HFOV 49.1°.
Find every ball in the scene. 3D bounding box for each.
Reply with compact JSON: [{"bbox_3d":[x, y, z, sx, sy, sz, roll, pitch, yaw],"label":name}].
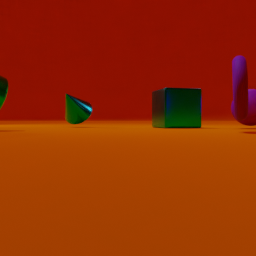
[{"bbox_3d":[3.590,-0.594,8.199,1.068,1.068,1.068,0,2,0],"label":"ball"}]

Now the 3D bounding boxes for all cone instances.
[{"bbox_3d":[-1.892,-0.838,9.552,1.043,1.043,1.047,1,-34,19],"label":"cone"}]

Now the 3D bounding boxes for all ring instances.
[{"bbox_3d":[2.242,-0.790,5.610,0.257,1.287,1.287,-2,1,21],"label":"ring"}]

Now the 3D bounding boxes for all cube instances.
[{"bbox_3d":[1.532,-0.616,8.995,1.219,1.219,1.219,0,2,-14],"label":"cube"}]

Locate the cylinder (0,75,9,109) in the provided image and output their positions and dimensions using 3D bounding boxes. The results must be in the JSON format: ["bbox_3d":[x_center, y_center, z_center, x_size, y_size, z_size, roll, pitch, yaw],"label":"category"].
[{"bbox_3d":[-3.585,-0.893,6.482,1.137,1.137,1.137,2,-18,44],"label":"cylinder"}]
